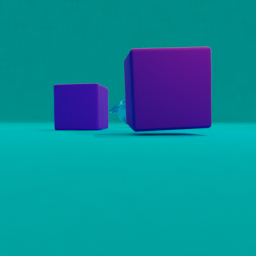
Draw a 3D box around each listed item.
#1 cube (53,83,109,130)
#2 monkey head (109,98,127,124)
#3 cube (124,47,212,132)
[{"bbox_3d":[-0.918,-0.408,5.682,0.878,0.878,0.878,0,2,10],"label":"cube"},{"bbox_3d":[0.255,-0.688,8.776,1.713,1.233,1.032,12,-22,9],"label":"monkey head"},{"bbox_3d":[0.457,-0.479,3.598,0.929,0.929,0.929,-3,6,-5],"label":"cube"}]
